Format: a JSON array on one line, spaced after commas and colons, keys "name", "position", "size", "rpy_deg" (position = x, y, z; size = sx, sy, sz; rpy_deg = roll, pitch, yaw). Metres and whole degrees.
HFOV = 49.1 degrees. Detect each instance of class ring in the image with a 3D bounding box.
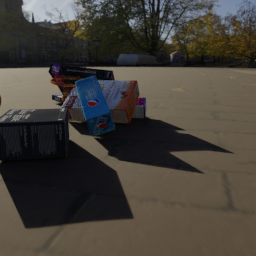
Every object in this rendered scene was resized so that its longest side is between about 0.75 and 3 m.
[{"name": "ring", "position": [-2.017, -1.661, 9.766], "size": [1.346, 0.129, 1.346], "rpy_deg": [4, 22, -2]}]

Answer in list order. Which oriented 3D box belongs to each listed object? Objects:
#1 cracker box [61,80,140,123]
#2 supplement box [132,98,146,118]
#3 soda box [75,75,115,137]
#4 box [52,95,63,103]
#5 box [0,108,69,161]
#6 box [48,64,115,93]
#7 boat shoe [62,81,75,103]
[{"name": "cracker box", "position": [-0.912, -0.955, 9.706], "size": [2.336, 0.674, 1.564], "rpy_deg": [2, 46, 17]}, {"name": "supplement box", "position": [0.104, -0.743, 10.215], "size": [1.093, 0.565, 0.553], "rpy_deg": [0, 44, 7]}, {"name": "soda box", "position": [-1.030, -0.728, 8.477], "size": [0.722, 0.683, 2.130], "rpy_deg": [-19, 41, -5]}, {"name": "box", "position": [-2.598, -1.402, 13.377], "size": [1.768, 0.286, 1.071], "rpy_deg": [-6, 16, -34]}, {"name": "box", "position": [-2.220, 0.087, 6.751], "size": [1.523, 0.871, 1.673], "rpy_deg": [-3, 14, -9]}, {"name": "box", "position": [-1.735, -1.845, 11.411], "size": [2.501, 0.452, 1.788], "rpy_deg": [9, -19, 7]}, {"name": "boat shoe", "position": [-1.348, -1.085, 11.161], "size": [2.637, 0.974, 0.997], "rpy_deg": [10, -22, 1]}]
